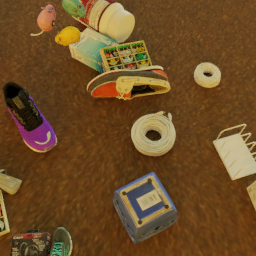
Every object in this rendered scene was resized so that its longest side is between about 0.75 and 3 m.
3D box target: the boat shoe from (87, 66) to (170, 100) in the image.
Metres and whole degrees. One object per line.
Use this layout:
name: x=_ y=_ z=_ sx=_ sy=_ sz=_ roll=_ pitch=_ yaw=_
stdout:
boat shoe: x=0.046 y=-1.505 z=10.151 sx=2.995 sy=1.066 sz=0.937 roll=-12 pitch=64 yaw=-12

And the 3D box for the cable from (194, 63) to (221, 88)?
cable: x=3.069 y=-2.044 z=10.788 sx=1.025 sy=0.355 sz=1.024 roll=19 pitch=63 yaw=10

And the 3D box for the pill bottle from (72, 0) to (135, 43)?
pill bottle: x=-1.070 y=-4.694 z=11.628 sx=2.559 sy=1.461 sz=1.461 roll=37 pitch=67 yaw=18

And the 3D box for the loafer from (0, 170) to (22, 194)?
loafer: x=-4.030 y=1.521 z=8.751 sx=1.501 sy=0.525 sz=0.524 roll=27 pitch=60 yaw=6

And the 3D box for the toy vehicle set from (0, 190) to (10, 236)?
toy vehicle set: x=-4.102 y=2.587 z=8.321 sx=0.850 sy=0.181 sz=1.368 roll=-21 pitch=63 yaw=-11

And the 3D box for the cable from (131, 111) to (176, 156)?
cable: x=0.849 y=0.221 z=9.448 sx=1.493 sy=0.517 sz=1.492 roll=-8 pitch=63 yaw=-4

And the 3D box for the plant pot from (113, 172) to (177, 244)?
plant pot: x=0.477 y=2.195 z=7.883 sx=1.483 sy=1.334 sz=1.483 roll=-24 pitch=63 yaw=-13

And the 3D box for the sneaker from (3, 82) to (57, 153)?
sneaker: x=-3.413 y=-0.450 z=9.298 sx=0.985 sy=1.410 sz=2.834 roll=-33 pitch=65 yaw=-17

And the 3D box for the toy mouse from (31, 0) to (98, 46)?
toy mouse: x=-1.958 y=-3.273 z=8.039 sx=1.980 sy=0.383 sz=1.759 roll=-7 pitch=89 yaw=9

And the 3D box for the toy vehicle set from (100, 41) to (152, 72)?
toy vehicle set: x=-0.047 y=-2.631 z=10.702 sx=1.853 sy=0.246 sz=1.151 roll=-18 pitch=86 yaw=-24

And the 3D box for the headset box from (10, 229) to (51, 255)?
headset box: x=-2.669 y=3.457 z=7.651 sx=0.972 sy=0.504 sz=1.306 roll=-4 pitch=60 yaw=-2

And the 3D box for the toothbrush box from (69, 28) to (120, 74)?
toothbrush box: x=-1.308 y=-3.094 z=11.165 sx=1.653 sy=0.705 sz=1.210 roll=30 pitch=66 yaw=15

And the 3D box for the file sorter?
file sorter: x=3.576 y=0.743 z=8.946 sx=0.989 sy=0.887 sz=1.425 roll=-15 pitch=63 yaw=-8

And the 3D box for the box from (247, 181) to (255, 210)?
box: x=4.476 y=2.751 z=7.789 sx=1.137 sy=0.946 sz=2.766 roll=-9 pitch=62 yaw=-5

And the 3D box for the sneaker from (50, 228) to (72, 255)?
sneaker: x=-1.862 y=3.457 z=7.541 sx=0.595 sy=0.700 sz=1.534 roll=-3 pitch=60 yaw=-2
